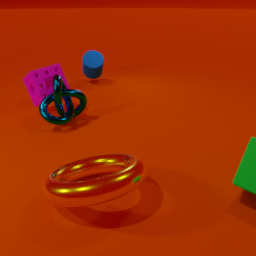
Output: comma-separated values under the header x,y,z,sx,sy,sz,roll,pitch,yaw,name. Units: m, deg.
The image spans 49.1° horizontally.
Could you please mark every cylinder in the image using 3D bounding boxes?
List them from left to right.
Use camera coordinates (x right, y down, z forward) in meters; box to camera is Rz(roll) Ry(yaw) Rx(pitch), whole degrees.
x,y,z,sx,sy,sz,roll,pitch,yaw,name
-1.542,-2.771,12.312,0.911,0.911,0.911,3,69,-8,cylinder

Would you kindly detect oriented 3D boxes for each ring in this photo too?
x,y,z,sx,sy,sz,roll,pitch,yaw,name
-0.630,0.931,5.367,2.038,0.408,2.038,-10,9,2,ring

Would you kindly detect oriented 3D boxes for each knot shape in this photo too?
x,y,z,sx,sy,sz,roll,pitch,yaw,name
-1.982,-0.704,8.328,0.714,1.545,1.446,-2,46,37,knot shape

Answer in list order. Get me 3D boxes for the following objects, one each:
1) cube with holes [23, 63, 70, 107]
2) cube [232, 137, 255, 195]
x,y,z,sx,sy,sz,roll,pitch,yaw,name
-2.644,-1.374,9.124,0.993,0.993,0.993,-26,9,-31,cube with holes
2.662,0.829,5.168,0.947,0.947,0.947,22,0,37,cube
